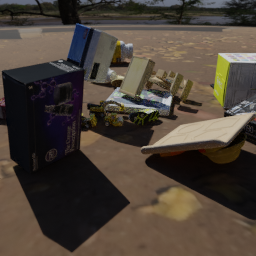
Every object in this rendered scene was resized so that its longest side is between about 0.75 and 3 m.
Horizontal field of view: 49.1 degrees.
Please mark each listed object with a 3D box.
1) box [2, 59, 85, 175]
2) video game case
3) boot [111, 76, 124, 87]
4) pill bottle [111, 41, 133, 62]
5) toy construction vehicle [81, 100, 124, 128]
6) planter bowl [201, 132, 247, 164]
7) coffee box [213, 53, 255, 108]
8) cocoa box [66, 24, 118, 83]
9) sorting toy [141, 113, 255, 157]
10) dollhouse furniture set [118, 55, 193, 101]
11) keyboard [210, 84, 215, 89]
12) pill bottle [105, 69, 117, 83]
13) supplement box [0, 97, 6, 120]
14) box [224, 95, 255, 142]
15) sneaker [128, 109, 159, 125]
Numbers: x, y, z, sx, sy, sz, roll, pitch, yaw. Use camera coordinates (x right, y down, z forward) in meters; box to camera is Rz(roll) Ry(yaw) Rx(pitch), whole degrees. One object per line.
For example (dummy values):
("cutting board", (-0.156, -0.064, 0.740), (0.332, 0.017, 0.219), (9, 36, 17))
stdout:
("box", (-1.997, -0.308, 6.846), (0.930, 2.359, 1.665), (30, 37, 31))
("video game case", (0.490, -1.117, 11.165), (2.486, 0.290, 2.260), (5, 25, 11))
("boot", (-0.439, -2.283, 13.555), (1.083, 0.394, 0.842), (-12, 28, -26))
("pill bottle", (-0.906, -4.934, 18.130), (2.391, 1.339, 1.339), (-2, 25, -5))
("toy construction vehicle", (-0.940, -0.517, 9.538), (1.605, 0.565, 1.397), (1, 25, 3))
("planter bowl", (2.413, 0.560, 7.087), (1.242, 0.517, 1.242), (-19, 10, 3))
("coffee box", (4.496, -1.880, 11.003), (1.773, 1.793, 1.791), (1, 25, 3))
("cocoa box", (-1.302, -2.566, 9.789), (1.118, 1.704, 1.137), (25, 15, 24))
("sorting toy", (1.893, 0.229, 7.361), (2.293, 0.452, 2.477), (-11, 8, 43))
("dollhouse furniture set", (0.996, -1.745, 11.519), (2.363, 1.538, 2.171), (18, 7, -46))
("keyboard", (5.134, -2.016, 12.911), (2.427, 0.481, 1.263), (-2, 25, -2))
("pill bottle", (-1.246, -2.631, 13.892), (1.345, 0.745, 0.745), (16, 29, 31))
("supplement box", (-3.836, -0.666, 9.883), (1.782, 0.543, 0.970), (8, 27, 15))
("box", (4.680, -0.433, 8.635), (2.655, 0.661, 2.094), (-27, 34, -23))
("sneaker", (0.485, -0.382, 9.484), (1.238, 0.467, 0.473), (-6, 16, -38))
